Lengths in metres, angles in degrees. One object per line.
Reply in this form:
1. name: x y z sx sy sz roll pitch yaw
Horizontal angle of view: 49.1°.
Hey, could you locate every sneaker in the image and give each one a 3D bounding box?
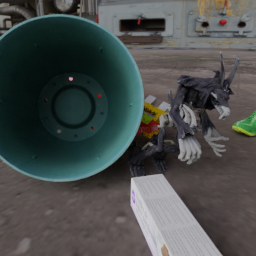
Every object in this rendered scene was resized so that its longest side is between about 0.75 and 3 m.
1. sneaker: 3.575 -0.236 7.847 1.715 0.717 0.635 -12 24 -29

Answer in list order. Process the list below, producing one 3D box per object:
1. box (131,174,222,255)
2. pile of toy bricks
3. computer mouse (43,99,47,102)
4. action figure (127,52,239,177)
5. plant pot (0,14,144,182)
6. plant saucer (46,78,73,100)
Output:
1. box: 0.633 1.450 3.324 0.577 0.538 2.783 -5 20 -14
2. pile of toy bricks: -0.393 -0.324 7.588 2.900 1.609 1.432 30 60 26
3. computer mouse: -3.489 -0.758 9.256 1.236 0.471 1.785 -17 -15 40
4. action figure: 1.099 0.005 4.899 1.525 2.566 1.309 -3 54 -40
5. plant pot: -1.218 -0.516 5.825 2.830 2.830 2.271 -2 1 -5
6. plant saucer: -3.448 -1.604 11.745 2.821 0.715 2.821 -1 19 0
